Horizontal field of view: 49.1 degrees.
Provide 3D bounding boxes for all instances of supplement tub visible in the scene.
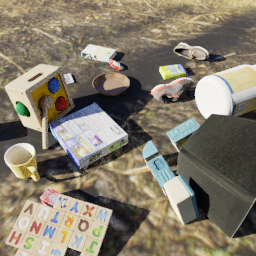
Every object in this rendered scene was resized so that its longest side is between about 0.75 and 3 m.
[{"bbox_3d":[4.256,-1.427,11.168,2.618,1.894,1.894,-19,47,-20],"label":"supplement tub"}]

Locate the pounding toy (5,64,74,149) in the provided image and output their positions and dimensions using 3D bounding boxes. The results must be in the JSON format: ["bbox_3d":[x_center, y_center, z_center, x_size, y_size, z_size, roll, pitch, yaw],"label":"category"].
[{"bbox_3d":[-3.222,-0.860,10.627,1.667,2.159,2.345,14,44,31],"label":"pounding toy"}]

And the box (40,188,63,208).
[{"bbox_3d":[-2.136,2.225,8.416,0.882,0.440,0.421,21,48,21],"label":"box"}]

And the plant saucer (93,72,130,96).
[{"bbox_3d":[-0.767,-1.977,12.888,1.702,0.311,1.702,-1,44,0],"label":"plant saucer"}]

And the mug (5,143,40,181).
[{"bbox_3d":[-3.383,1.235,9.074,0.933,0.957,1.165,-10,46,-11],"label":"mug"}]

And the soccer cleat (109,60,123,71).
[{"bbox_3d":[-0.603,-3.198,14.191,0.383,0.309,0.900,-20,48,-34],"label":"soccer cleat"}]

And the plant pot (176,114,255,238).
[{"bbox_3d":[2.754,1.068,7.855,2.214,2.496,2.490,33,62,27],"label":"plant pot"}]

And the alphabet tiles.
[{"bbox_3d":[-1.929,2.886,7.600,2.520,0.095,2.106,13,60,13],"label":"alphabet tiles"}]

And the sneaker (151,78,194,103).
[{"bbox_3d":[2.064,-1.556,12.296,2.032,0.783,0.832,-19,67,-12],"label":"sneaker"}]

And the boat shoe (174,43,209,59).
[{"bbox_3d":[3.296,-3.955,14.706,1.908,0.685,0.568,31,57,33],"label":"boat shoe"}]

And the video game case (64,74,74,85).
[{"bbox_3d":[-3.084,-2.289,13.361,0.861,0.101,0.783,-15,46,-15],"label":"video game case"}]

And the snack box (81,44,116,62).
[{"bbox_3d":[-1.550,-4.005,14.996,1.627,0.302,0.945,16,46,16],"label":"snack box"}]

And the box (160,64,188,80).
[{"bbox_3d":[2.252,-2.768,13.726,1.238,0.295,0.755,-10,46,-10],"label":"box"}]

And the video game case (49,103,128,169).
[{"bbox_3d":[-1.490,0.205,10.453,2.069,0.519,2.283,-27,50,-25],"label":"video game case"}]

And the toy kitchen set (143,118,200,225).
[{"bbox_3d":[1.782,1.014,8.458,2.131,1.567,2.660,-29,49,-4],"label":"toy kitchen set"}]
